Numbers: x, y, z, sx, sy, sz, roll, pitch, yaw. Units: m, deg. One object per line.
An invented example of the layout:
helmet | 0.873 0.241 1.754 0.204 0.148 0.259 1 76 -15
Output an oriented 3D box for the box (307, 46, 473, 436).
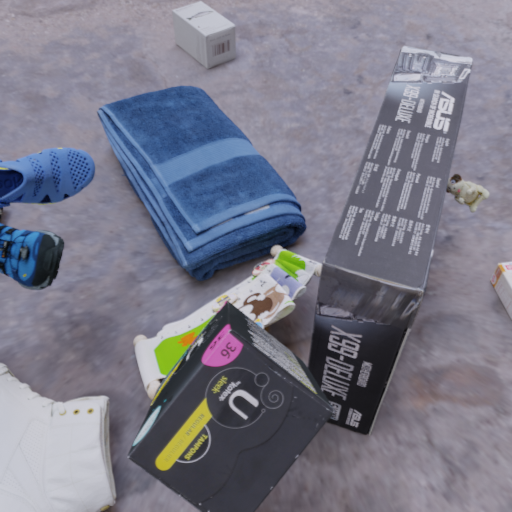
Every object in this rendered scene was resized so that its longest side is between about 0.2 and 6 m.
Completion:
box | 1.757 -0.252 7.573 1.044 3.308 4.194 16 51 13

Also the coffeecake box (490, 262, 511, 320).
coffeecake box | 4.377 0.660 8.659 0.955 0.455 1.244 -7 50 -6

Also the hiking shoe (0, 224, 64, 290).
hiking shoe | -2.821 -0.032 6.226 1.826 0.791 0.679 7 85 44

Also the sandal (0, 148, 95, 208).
sandal | -2.703 -0.872 6.514 1.719 0.683 0.748 -19 12 -24

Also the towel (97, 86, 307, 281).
towel | -1.076 -1.596 10.166 2.408 1.047 4.314 -23 53 -19

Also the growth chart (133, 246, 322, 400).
growth chart | -0.367 0.809 7.850 3.084 0.273 2.231 -32 19 -18

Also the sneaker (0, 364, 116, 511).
sneaker | -2.838 2.017 7.182 1.806 1.151 3.124 -21 63 -19

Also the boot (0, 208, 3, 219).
boot | -5.191 -0.139 9.251 1.739 0.693 2.110 -6 55 -3

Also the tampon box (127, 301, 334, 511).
tampon box | -0.204 1.139 4.409 0.939 1.488 1.115 38 90 -4

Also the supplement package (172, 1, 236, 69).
supplement package | -1.244 -5.290 13.380 0.866 0.869 1.481 -30 56 -23

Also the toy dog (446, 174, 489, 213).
toy dog | 3.202 -1.033 8.624 0.578 0.403 0.560 21 47 -18
